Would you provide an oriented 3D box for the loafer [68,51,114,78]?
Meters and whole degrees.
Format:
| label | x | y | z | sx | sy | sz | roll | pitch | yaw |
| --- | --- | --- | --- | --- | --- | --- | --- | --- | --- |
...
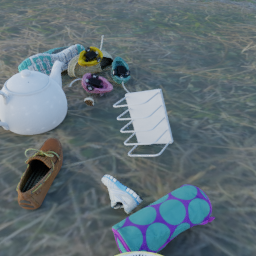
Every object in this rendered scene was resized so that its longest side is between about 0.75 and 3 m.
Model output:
| label | x | y | z | sx | sy | sz | roll | pitch | yaw |
| --- | --- | --- | --- | --- | --- | --- | --- | --- | --- |
| loafer | -1.481 | -2.672 | 11.622 | 0.771 | 0.854 | 2.258 | 26 | 45 | 37 |

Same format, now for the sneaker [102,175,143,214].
| label | x | y | z | sx | sy | sz | roll | pitch | yaw |
| --- | --- | --- | --- | --- | --- | --- | --- | --- | --- |
| sneaker | -0.288 | 1.571 | 6.644 | 1.322 | 0.495 | 0.573 | 23 | 68 | 47 |

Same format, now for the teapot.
| label | x | y | z | sx | sy | sz | roll | pitch | yaw |
| --- | --- | --- | --- | --- | --- | --- | --- | --- | --- |
| teapot | -3.116 | -1.002 | 8.867 | 2.312 | 1.711 | 2.342 | -6 | 40 | -8 |

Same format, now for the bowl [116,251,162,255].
| label | x | y | z | sx | sy | sz | roll | pitch | yaw |
| --- | --- | --- | --- | --- | --- | --- | --- | --- | --- |
| bowl | 0.174 | 3.195 | 4.164 | 2.271 | 1.066 | 2.271 | 1 | 39 | -1 |

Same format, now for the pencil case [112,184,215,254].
| label | x | y | z | sx | sy | sz | roll | pitch | yaw |
| --- | --- | --- | --- | --- | --- | --- | --- | --- | --- |
| pencil case | 0.743 | 1.992 | 5.785 | 2.148 | 0.914 | 0.993 | -23 | 62 | -28 |

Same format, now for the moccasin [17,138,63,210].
| label | x | y | z | sx | sy | sz | roll | pitch | yaw |
| --- | --- | --- | --- | --- | --- | --- | --- | --- | --- |
| moccasin | -2.231 | 0.974 | 7.116 | 0.787 | 0.830 | 2.150 | 8 | 40 | 10 |

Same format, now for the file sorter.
| label | x | y | z | sx | sy | sz | roll | pitch | yaw |
| --- | --- | --- | --- | --- | --- | --- | --- | --- | --- |
| file sorter | 0.396 | -0.096 | 7.533 | 1.086 | 1.565 | 0.975 | -3 | 24 | 32 |

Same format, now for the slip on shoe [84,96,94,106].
| label | x | y | z | sx | sy | sz | roll | pitch | yaw |
| --- | --- | --- | --- | --- | --- | --- | --- | --- | --- |
| slip on shoe | -1.275 | -0.945 | 9.390 | 0.317 | 0.833 | 0.252 | 4 | 83 | 2 |

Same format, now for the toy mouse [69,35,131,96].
| label | x | y | z | sx | sy | sz | roll | pitch | yaw |
| --- | --- | --- | --- | --- | --- | --- | --- | --- | --- |
| toy mouse | -0.855 | -1.950 | 10.758 | 2.619 | 0.570 | 2.947 | 38 | 55 | 2 |

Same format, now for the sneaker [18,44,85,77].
| label | x | y | z | sx | sy | sz | roll | pitch | yaw |
| --- | --- | --- | --- | --- | --- | --- | --- | --- | --- |
| sneaker | -3.244 | -2.760 | 11.784 | 2.940 | 1.141 | 1.341 | -25 | 30 | -34 |
